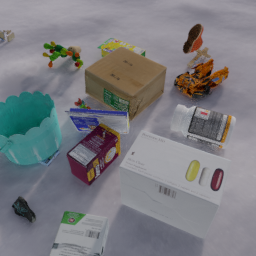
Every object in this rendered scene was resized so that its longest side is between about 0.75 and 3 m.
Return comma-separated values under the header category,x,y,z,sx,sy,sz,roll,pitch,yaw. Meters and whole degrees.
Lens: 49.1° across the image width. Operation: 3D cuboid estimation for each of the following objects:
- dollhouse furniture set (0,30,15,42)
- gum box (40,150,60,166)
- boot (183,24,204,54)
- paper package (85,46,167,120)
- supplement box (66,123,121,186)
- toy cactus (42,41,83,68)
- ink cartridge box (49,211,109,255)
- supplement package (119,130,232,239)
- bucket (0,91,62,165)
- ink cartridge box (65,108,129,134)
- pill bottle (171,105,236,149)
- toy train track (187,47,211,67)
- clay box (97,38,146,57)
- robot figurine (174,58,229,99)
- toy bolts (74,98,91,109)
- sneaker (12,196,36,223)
category,x,y,z,sx,sy,sz,roll,pitch,yaw
dollhouse furniture set,-7.161,-5.564,16.384,0.800,0.755,0.522,25,51,7
gum box,-3.176,1.009,10.713,0.842,0.188,0.716,22,51,19
boot,3.227,-4.198,13.091,0.845,1.576,0.591,-13,62,-23
paper package,-0.115,-2.122,12.720,2.871,1.485,2.737,32,55,25
supplement box,-1.170,0.918,10.098,0.958,1.215,1.856,30,55,23
toy cactus,-3.176,-3.838,14.749,2.490,1.273,2.055,19,32,20
ink cartridge box,-1.412,3.494,8.013,1.386,0.785,1.890,8,48,7
supplement package,1.362,1.724,8.653,2.859,2.226,1.585,18,50,17
bucket,-3.777,0.002,10.467,2.601,1.692,2.601,-4,41,3
ink cartridge box,-1.067,-0.341,10.636,2.171,2.197,0.516,5,70,3
pill bottle,2.917,-0.117,10.993,2.264,1.317,1.317,18,50,15
toy train track,3.757,-3.768,15.089,1.035,0.294,1.804,37,63,21
clay box,-0.378,-4.073,15.141,2.328,0.554,1.338,27,53,23
robot figurine,3.482,-2.388,13.449,2.629,0.765,1.906,-30,52,-25
toy bolts,-2.013,-0.827,12.335,0.785,0.570,0.821,-38,59,20
sneaker,-3.364,2.712,9.062,0.447,0.426,1.129,-40,50,-18
